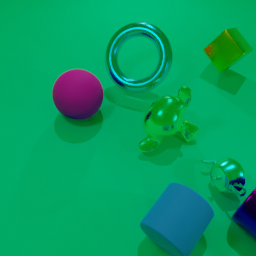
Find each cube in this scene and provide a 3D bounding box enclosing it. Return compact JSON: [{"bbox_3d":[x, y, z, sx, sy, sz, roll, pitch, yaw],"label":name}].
[{"bbox_3d":[2.951,-2.309,8.268,0.874,0.874,0.874,-29,81,-46],"label":"cube"}]

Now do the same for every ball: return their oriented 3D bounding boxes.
[{"bbox_3d":[-1.279,-0.855,7.207,1.298,1.298,1.298,0,51,0],"label":"ball"}]

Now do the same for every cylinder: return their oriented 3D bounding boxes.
[{"bbox_3d":[2.729,1.700,5.325,1.063,1.063,1.063,-36,60,-25],"label":"cylinder"},{"bbox_3d":[0.908,1.722,5.222,1.011,1.011,1.011,32,65,23],"label":"cylinder"}]

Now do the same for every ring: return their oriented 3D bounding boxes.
[{"bbox_3d":[0.263,-1.889,7.570,1.881,1.881,0.376,18,10,14],"label":"ring"}]

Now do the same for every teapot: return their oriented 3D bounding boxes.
[{"bbox_3d":[2.074,1.017,6.041,0.622,0.790,1.270,-7,32,-22],"label":"teapot"}]

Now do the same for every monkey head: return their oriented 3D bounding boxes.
[{"bbox_3d":[1.060,-0.121,6.717,1.328,1.846,1.112,37,17,6],"label":"monkey head"}]
